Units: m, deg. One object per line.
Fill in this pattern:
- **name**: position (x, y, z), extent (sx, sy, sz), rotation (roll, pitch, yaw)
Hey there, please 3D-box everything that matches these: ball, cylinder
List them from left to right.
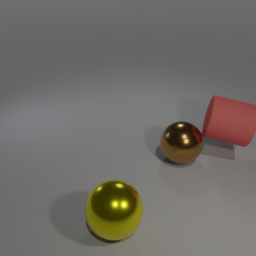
- **ball**: position (-0.329, 1.935, 6.700), extent (1.400, 1.400, 1.400), rotation (0, 30, 0)
- **ball**: position (1.762, 0.475, 9.207), extent (1.400, 1.400, 1.400), rotation (0, 30, 0)
- **cylinder**: position (3.287, -0.231, 9.104), extent (1.400, 1.400, 1.400), rotation (15, 32, 8)
